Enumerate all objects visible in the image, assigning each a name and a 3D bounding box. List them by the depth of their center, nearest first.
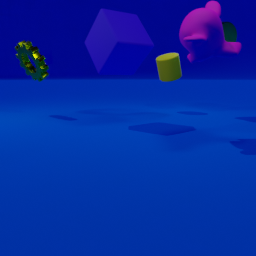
[{"bbox_3d":[1.891,-2.136,6.403,1.354,1.134,1.882,12,49,27],"label":"monkey head"},{"bbox_3d":[-0.302,-2.571,8.578,1.349,1.349,1.349,-7,-27,-37],"label":"cube"},{"bbox_3d":[3.213,-3.321,10.221,1.046,1.046,1.046,-5,20,-23],"label":"cylinder"},{"bbox_3d":[-3.680,-2.546,10.726,1.575,1.575,0.291,10,42,43],"label":"gear"},{"bbox_3d":[1.759,-2.601,12.001,0.969,0.969,0.969,-12,27,6],"label":"cylinder"}]
